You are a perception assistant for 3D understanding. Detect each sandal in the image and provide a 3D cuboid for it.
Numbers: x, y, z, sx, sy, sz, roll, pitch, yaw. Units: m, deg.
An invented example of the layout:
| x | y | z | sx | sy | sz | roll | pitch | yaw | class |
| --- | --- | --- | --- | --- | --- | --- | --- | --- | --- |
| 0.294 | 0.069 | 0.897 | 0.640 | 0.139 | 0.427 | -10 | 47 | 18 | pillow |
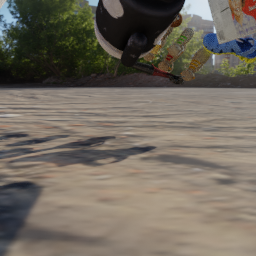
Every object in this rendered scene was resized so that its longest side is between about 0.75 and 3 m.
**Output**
| x | y | z | sx | sy | sz | roll | pitch | yaw | class |
| --- | --- | --- | --- | --- | --- | --- | --- | --- | --- |
| 3.261 | -2.628 | 8.755 | 1.830 | 0.727 | 0.797 | 14 | -7 | 7 | sandal |

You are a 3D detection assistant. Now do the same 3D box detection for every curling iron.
| x | y | z | sx | sy | sz | roll | pitch | yaw | class |
| --- | --- | --- | --- | --- | --- | --- | --- | --- | --- |
| 0.781 | -1.632 | 7.939 | 2.318 | 0.296 | 0.575 | 12 | 6 | -36 | curling iron |

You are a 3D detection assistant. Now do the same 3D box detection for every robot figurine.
| x | y | z | sx | sy | sz | roll | pitch | yaw | class |
| --- | --- | --- | --- | --- | --- | --- | --- | --- | --- |
| 0.232 | -2.685 | 6.247 | 2.079 | 1.727 | 2.767 | -43 | 0 | -24 | robot figurine |

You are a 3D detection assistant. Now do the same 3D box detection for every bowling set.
| x | y | z | sx | sy | sz | roll | pitch | yaw | class |
| --- | --- | --- | --- | --- | --- | --- | --- | --- | --- |
| 1.361 | -2.866 | 9.541 | 2.586 | 1.388 | 1.800 | 28 | -17 | 40 | bowling set |

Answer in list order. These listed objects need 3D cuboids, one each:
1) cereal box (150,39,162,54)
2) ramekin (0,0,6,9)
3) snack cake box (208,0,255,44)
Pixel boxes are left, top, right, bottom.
| x | y | z | sx | sy | sz | roll | pitch | yaw | class |
| --- | --- | --- | --- | --- | --- | --- | --- | --- | --- |
| 0.356 | -3.554 | 8.483 | 1.819 | 2.529 | 0.500 | 18 | -27 | -2 | cereal box |
| -3.038 | -2.880 | 5.447 | 1.459 | 0.680 | 1.459 | 25 | 2 | -1 | ramekin |
| 2.665 | -2.820 | 5.930 | 0.907 | 1.552 | 2.700 | -19 | 11 | -2 | snack cake box |
